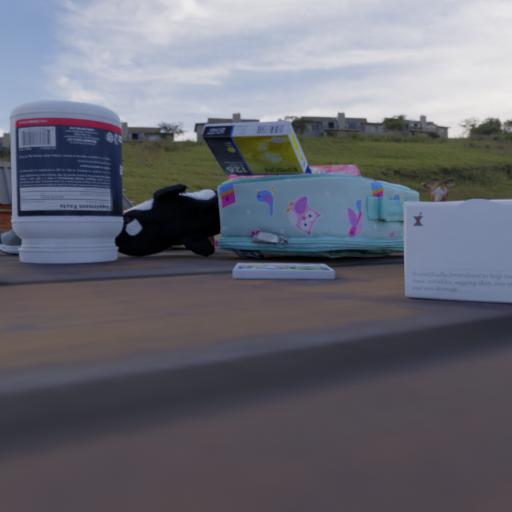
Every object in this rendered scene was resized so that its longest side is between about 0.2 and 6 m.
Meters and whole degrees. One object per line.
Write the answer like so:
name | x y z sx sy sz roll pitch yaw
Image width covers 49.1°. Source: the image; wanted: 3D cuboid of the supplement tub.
supplement tub | -2.613 -0.978 7.791 1.480 2.109 1.480 0 3 0

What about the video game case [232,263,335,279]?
video game case | 0.257 0.151 5.513 0.936 0.103 0.853 1 3 1

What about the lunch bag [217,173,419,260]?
lunch bag | 1.073 -0.569 8.655 2.537 1.219 3.164 5 6 35

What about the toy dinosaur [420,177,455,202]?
toy dinosaur | 3.143 -0.978 9.643 0.425 0.671 0.990 3 20 34

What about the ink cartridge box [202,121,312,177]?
ink cartridge box | 0.042 -1.399 7.915 1.253 0.298 1.268 2 -28 22

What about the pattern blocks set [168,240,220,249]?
pattern blocks set | -1.745 -0.267 12.053 2.638 0.214 2.319 3 2 12

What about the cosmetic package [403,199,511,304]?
cosmetic package | 1.758 -0.068 4.230 0.953 0.686 1.690 1 4 29

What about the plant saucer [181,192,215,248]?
plant saucer | -1.188 -0.604 10.591 0.220 1.275 1.275 -25 -4 15

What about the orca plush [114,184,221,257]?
orca plush | -0.908 -0.345 9.233 2.974 1.057 1.565 -6 -30 -37

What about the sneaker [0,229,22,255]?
sneaker | -3.749 -0.367 9.458 1.885 0.747 0.697 1 4 41

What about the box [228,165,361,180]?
box | 0.856 -1.159 12.365 2.870 1.431 1.370 -1 24 5
